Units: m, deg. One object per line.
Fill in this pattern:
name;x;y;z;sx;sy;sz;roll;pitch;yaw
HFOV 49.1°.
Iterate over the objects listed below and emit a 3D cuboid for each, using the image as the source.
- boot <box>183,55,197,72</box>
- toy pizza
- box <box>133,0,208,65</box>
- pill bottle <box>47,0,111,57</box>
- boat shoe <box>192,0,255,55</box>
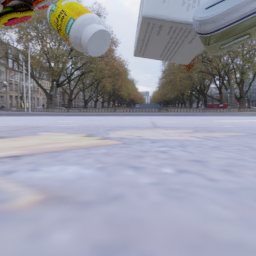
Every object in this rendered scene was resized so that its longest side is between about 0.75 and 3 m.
boot;2.094;-2.724;9.976;0.473;1.283;0.993;-7;-16;-1
toy pizza;-1.920;-2.170;4.685;2.578;0.408;2.578;-23;11;5
box;1.083;-2.965;6.291;1.557;2.382;2.369;8;-4;-3
pill bottle;-1.440;-3.013;8.409;1.165;1.165;2.067;-3;41;-50
boat shoe;2.323;-2.039;4.501;2.572;0.798;0.926;-20;42;15
